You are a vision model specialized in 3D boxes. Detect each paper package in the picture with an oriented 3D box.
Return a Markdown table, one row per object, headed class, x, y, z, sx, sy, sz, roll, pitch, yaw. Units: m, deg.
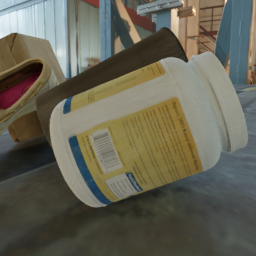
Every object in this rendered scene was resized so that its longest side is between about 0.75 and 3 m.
| class | x | y | z | sx | sy | sz | roll | pitch | yaw |
| --- | --- | --- | --- | --- | --- | --- | --- | --- | --- |
| paper package | -2.599 | -1.175 | 7.700 | 1.331 | 2.453 | 2.573 | -19 | 13 | 5 |

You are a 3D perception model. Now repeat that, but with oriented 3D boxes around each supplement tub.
| class | x | y | z | sx | sy | sz | roll | pitch | yaw |
| --- | --- | --- | --- | --- | --- | --- | --- | --- | --- |
| supplement tub | 0.244 | 0.012 | 3.570 | 2.044 | 1.478 | 1.478 | -21 | 9 | 8 |

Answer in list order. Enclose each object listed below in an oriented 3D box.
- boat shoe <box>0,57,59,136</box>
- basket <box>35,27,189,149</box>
| class | x | y | z | sx | sy | sz | roll | pitch | yaw |
| --- | --- | --- | --- | --- | --- | --- | --- | --- | --- |
| boat shoe | -2.713 | -0.461 | 5.451 | 2.919 | 1.010 | 1.076 | -40 | 72 | -20 |
| basket | -0.236 | -0.418 | 5.153 | 2.481 | 1.688 | 2.237 | -23 | -26 | -4 |
